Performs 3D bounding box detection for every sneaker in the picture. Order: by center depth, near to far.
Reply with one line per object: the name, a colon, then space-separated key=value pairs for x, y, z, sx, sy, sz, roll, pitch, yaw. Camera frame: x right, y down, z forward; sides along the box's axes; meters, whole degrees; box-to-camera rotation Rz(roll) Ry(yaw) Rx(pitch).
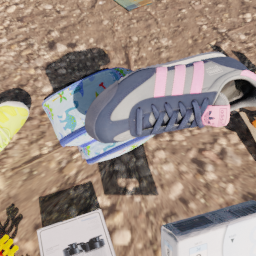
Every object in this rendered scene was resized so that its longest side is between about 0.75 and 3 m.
sneaker: x=0.470 y=-0.215 z=2.412 sx=1.662 sy=0.583 sz=0.682 roll=-25 pitch=45 yaw=-20
sneaker: x=-3.146 y=0.513 z=5.952 sx=1.059 sy=1.045 sz=2.772 roll=32 pitch=67 yaw=29

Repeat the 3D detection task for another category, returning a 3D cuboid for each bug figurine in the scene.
bug figurine: x=-2.508 y=2.899 z=4.255 sx=1.794 sy=0.595 sz=2.313 roll=40 pitch=56 yaw=21

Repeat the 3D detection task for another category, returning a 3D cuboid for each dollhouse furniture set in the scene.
dollhouse furniture set: x=3.939 y=-0.676 z=6.254 sx=2.304 sy=2.329 sz=1.200 roll=10 pitch=49 yaw=-44

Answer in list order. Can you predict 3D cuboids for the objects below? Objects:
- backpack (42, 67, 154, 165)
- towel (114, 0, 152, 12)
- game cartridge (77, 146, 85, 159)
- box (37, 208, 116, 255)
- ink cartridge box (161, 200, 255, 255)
backpack: x=-0.277 y=-0.175 z=3.975 sx=1.440 sy=1.574 sz=1.157 roll=-26 pitch=84 yaw=17
towel: x=0.049 y=-5.167 z=11.186 sx=1.162 sy=0.172 sz=1.585 roll=-28 pitch=57 yaw=-21
game cartridge: x=-0.911 y=-0.023 z=6.881 sx=0.995 sy=0.295 sz=1.535 roll=-17 pitch=52 yaw=-19
box: x=-0.689 y=2.504 z=4.555 sx=1.189 sy=0.613 sz=2.038 roll=-17 pitch=53 yaw=-13
ink cartridge box: x=0.916 y=1.549 z=2.782 sx=1.164 sy=1.454 sz=0.344 roll=-7 pitch=9 yaw=-24
